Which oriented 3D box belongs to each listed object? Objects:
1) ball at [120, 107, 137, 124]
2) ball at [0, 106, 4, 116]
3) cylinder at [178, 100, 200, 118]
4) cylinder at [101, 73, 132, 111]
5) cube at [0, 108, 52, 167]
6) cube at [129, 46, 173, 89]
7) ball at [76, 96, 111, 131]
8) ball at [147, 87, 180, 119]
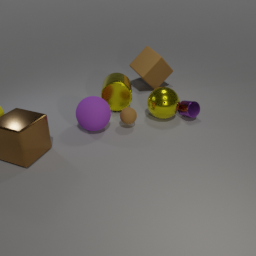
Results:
[{"bbox_3d":[0.016,-0.503,11.473,0.700,0.700,0.700,0,31,0],"label":"ball"},{"bbox_3d":[-5.180,-0.353,10.069,1.400,1.400,1.400,0,31,0],"label":"ball"},{"bbox_3d":[2.644,-0.832,12.165,0.700,0.700,0.700,-16,16,-24],"label":"cylinder"},{"bbox_3d":[-0.524,-1.694,12.985,1.400,1.400,1.400,0,29,-1],"label":"cylinder"},{"bbox_3d":[-3.720,0.291,9.764,1.400,1.400,1.400,12,32,20],"label":"cube"},{"bbox_3d":[1.224,-3.146,14.719,1.400,1.400,1.400,-46,49,9],"label":"cube"},{"bbox_3d":[-1.389,-0.581,11.242,1.400,1.400,1.400,0,31,0],"label":"ball"},{"bbox_3d":[1.526,-1.079,12.094,1.400,1.400,1.400,0,31,0],"label":"ball"}]
